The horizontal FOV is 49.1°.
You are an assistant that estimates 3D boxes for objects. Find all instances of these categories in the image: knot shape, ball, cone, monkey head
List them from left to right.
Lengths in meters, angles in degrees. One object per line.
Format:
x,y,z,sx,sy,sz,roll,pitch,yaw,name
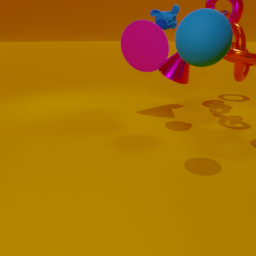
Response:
0.762,-2.638,8.413,1.472,1.472,1.478,9,35,25,cone
1.176,-3.327,8.379,1.040,0.748,0.627,11,19,-46,monkey head
1.327,-1.713,6.943,0.901,0.904,0.901,19,33,-13,cone
1.050,-1.249,3.913,0.779,0.779,0.779,0,19,0,ball
2.832,-3.221,8.492,0.911,1.846,1.973,-1,32,3,knot shape
2.926,-1.882,7.400,0.723,1.464,1.565,-31,46,15,knot shape
